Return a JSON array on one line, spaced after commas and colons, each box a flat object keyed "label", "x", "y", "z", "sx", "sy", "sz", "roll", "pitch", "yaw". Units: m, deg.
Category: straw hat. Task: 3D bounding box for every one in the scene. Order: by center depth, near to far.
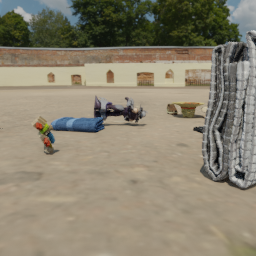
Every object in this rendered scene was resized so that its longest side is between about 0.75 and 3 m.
[{"label": "straw hat", "x": 3.178, "y": -0.953, "z": 14.751, "sx": 1.827, "sy": 0.773, "sz": 1.827, "roll": 2, "pitch": 9, "yaw": 0}]

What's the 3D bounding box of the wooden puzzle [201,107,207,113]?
[{"label": "wooden puzzle", "x": 4.841, "y": -0.805, "z": 14.116, "sx": 1.766, "sy": 0.329, "sz": 1.633, "roll": -9, "pitch": 29, "yaw": -34}]

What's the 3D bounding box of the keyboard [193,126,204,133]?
[{"label": "keyboard", "x": 3.354, "y": 0.006, "z": 11.139, "sx": 1.527, "sy": 0.196, "sz": 0.917, "roll": -3, "pitch": 11, "yaw": -19}]

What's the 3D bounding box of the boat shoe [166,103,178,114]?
[{"label": "boat shoe", "x": 2.523, "y": -1.149, "z": 16.332, "sx": 0.584, "sy": 0.585, "sz": 1.581, "roll": -1, "pitch": 10, "yaw": -7}]

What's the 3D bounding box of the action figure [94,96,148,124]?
[{"label": "action figure", "x": -0.277, "y": -0.757, "z": 12.014, "sx": 2.355, "sy": 1.532, "sz": 0.817, "roll": 5, "pitch": 54, "yaw": -7}]

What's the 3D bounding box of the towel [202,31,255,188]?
[{"label": "towel", "x": 2.710, "y": -0.428, "z": 5.994, "sx": 2.392, "sy": 2.889, "sz": 1.236, "roll": -7, "pitch": 12, "yaw": -38}]

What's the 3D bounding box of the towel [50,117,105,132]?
[{"label": "towel", "x": -2.013, "y": -0.167, "z": 11.246, "sx": 1.976, "sy": 0.480, "sz": 1.103, "roll": 3, "pitch": 12, "yaw": 15}]

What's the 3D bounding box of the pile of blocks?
[{"label": "pile of blocks", "x": -2.173, "y": 0.216, "z": 7.517, "sx": 0.470, "sy": 1.146, "sz": 0.356, "roll": -26, "pitch": 33, "yaw": -15}]
